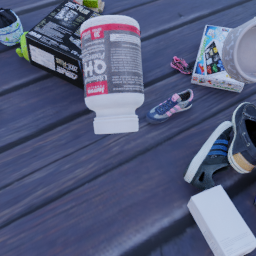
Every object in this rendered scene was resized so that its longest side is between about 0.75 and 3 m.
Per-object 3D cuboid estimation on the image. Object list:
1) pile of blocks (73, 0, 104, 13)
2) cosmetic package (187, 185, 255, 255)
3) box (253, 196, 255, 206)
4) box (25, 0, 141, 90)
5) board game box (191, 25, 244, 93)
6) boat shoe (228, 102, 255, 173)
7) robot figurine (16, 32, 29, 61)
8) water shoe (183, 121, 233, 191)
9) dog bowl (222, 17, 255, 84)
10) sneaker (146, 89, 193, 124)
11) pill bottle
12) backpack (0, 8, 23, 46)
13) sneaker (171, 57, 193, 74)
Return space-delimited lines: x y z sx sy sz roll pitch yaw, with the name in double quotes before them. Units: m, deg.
"pile of blocks" -1.926 -4.971 11.776 1.116 0.845 2.719 26 58 18
"cosmetic package" 2.162 2.231 6.564 0.870 0.626 1.542 -17 54 -12
"box" 4.527 1.554 6.473 2.501 1.529 1.326 25 55 17
"box" -1.463 -2.747 9.560 2.997 1.291 2.454 25 57 6
"board game box" 3.376 -2.565 10.037 1.697 0.465 2.689 14 60 13
"boat shoe" 3.414 0.091 7.713 1.016 0.848 2.723 38 44 -4
"robot figurine" -3.514 -2.999 10.340 1.207 0.796 1.376 -17 55 -11
"water shoe" 2.381 0.776 7.585 0.891 0.808 2.259 37 64 16
"dog bowl" 3.227 -1.904 6.970 1.672 1.672 0.490 -6 16 -4
"sneaker" 1.296 -0.732 8.711 1.696 0.696 0.595 -27 58 -19
"pill bottle" -0.318 -1.068 6.103 1.303 1.303 2.353 -4 90 -3
"backpack" -4.747 -3.945 10.912 1.326 1.249 1.625 -32 37 -25
"sneaker" 1.943 -2.276 10.026 0.901 0.430 0.356 30 54 22
